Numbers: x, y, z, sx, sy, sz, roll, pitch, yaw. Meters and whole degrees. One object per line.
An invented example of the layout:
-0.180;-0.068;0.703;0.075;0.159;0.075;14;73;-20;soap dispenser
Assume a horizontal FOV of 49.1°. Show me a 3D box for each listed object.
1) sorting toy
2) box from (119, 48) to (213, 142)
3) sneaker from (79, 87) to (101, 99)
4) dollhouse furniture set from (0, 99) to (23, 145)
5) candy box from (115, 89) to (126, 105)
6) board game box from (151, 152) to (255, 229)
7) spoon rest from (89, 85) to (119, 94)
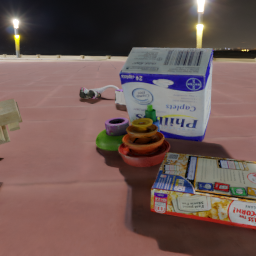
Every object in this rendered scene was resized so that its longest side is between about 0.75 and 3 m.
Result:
0.134;0.035;6.957;1.491;1.019;2.482;-17;23;-28;sorting toy
1.118;-0.884;7.643;2.133;2.319;1.217;7;49;20;box
-1.896;-1.671;14.043;0.603;0.561;1.397;5;14;-46;sneaker
-3.406;-0.472;6.327;1.686;1.445;1.773;-17;-15;-18;dollhouse furniture set
0.589;-1.389;12.604;1.826;0.653;1.532;15;22;41;candy box
1.504;0.987;4.806;1.978;0.458;1.498;5;20;16;board game box
-1.321;-1.953;14.672;1.921;0.582;0.954;2;17;5;spoon rest
